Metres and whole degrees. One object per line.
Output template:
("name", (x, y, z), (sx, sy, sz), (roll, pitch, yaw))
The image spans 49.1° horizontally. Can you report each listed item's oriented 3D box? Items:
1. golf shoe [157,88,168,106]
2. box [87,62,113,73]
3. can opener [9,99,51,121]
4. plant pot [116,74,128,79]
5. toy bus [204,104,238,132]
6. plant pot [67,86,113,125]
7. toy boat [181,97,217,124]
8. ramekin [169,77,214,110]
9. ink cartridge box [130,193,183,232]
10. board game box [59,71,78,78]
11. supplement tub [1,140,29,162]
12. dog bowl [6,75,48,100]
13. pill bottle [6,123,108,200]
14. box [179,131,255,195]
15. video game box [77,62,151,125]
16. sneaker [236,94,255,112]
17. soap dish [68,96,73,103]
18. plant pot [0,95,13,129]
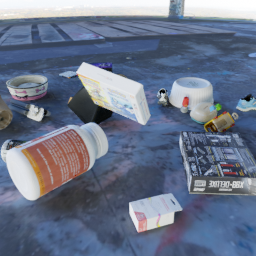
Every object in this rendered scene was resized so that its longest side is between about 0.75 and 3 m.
("golf shoe", (1.788, -1.701, 14.112), (0.608, 0.739, 1.563), (4, 28, 0))
("box", (-1.908, -3.686, 17.839), (1.830, 0.722, 1.292), (-1, 26, -2))
("can opener", (-4.552, -0.807, 12.809), (2.252, 0.593, 0.748), (18, -2, 27))
("plant pot", (-0.661, -2.219, 14.775), (1.239, 1.239, 1.075), (-13, 16, -23))
("toy bus", (3.698, -0.157, 11.295), (1.380, 0.713, 1.302), (25, 56, -19))
("plant pot", (-1.398, -1.132, 11.856), (1.498, 1.329, 1.495), (46, 44, 11))
("toy boat", (3.104, -0.759, 12.502), (1.421, 0.786, 1.691), (-29, 47, -35))
("ramekin", (3.171, -1.783, 13.951), (2.202, 1.025, 2.202), (-1, 28, 0))
("ink cartridge box", (0.721, 2.175, 7.286), (1.223, 0.413, 0.712), (-10, 30, -14))
("board game box", (-3.770, -3.428, 17.961), (0.913, 0.118, 0.913), (18, 33, 31))
("supplement tub", (-3.468, 0.812, 9.402), (1.293, 0.792, 0.792), (3, 29, 7))
("dog bowl", (-5.291, -2.141, 14.897), (2.108, 0.777, 2.108), (-1, 28, 0))
("pill bottle", (-2.023, 0.852, 8.527), (1.570, 1.570, 2.799), (25, 38, 38))
("box", (2.887, 1.022, 9.133), (2.121, 0.669, 2.690), (1, 28, 2))
("video game box", (-0.424, -1.133, 9.668), (2.294, 2.090, 0.537), (24, 70, 22))
("sneaker", (5.947, -1.272, 13.328), (1.614, 0.726, 0.632), (-13, 31, -23))
("soap dish", (-1.893, -1.246, 13.366), (1.256, 0.648, 1.597), (23, 35, 36))
("plant pot", (-5.646, -0.694, 11.605), (1.426, 1.643, 1.643), (31, 38, 19))
